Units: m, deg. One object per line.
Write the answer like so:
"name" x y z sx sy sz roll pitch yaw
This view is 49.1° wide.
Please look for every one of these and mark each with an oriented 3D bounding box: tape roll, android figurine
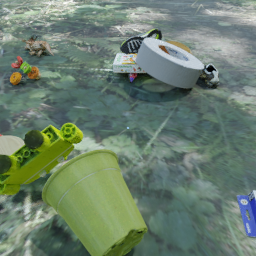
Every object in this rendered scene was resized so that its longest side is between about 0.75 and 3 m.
"tape roll" 1.539 -2.438 10.391 2.440 0.806 2.440 19 30 -12
"android figurine" -1.826 0.635 5.794 2.028 2.228 0.458 -38 79 -8

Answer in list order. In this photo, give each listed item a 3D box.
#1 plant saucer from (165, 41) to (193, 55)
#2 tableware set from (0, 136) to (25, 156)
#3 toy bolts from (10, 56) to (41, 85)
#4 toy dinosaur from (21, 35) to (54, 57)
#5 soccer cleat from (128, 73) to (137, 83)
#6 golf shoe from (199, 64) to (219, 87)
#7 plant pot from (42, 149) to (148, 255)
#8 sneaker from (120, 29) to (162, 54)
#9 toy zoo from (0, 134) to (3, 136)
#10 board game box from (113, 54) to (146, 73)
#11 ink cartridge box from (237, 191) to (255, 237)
"plant saucer" 2.112 -3.414 12.466 1.824 0.323 1.824 8 44 -8
"tableware set" -3.455 1.134 6.486 1.792 0.543 2.712 15 39 19
"toy bolts" -4.058 -2.142 11.017 1.080 0.785 1.131 -46 55 7
"toy dinosaur" -4.193 -3.872 13.149 1.711 0.734 1.160 11 31 5
"soccer cleat" 0.193 -2.058 10.986 0.333 0.310 0.910 -1 32 6
"golf shoe" 3.112 -2.205 10.838 0.607 0.738 1.562 -10 36 -11
"plant pot" -0.499 1.554 5.252 1.690 1.690 1.605 -21 55 -26
"sneaker" 0.539 -4.056 13.417 2.307 0.852 0.934 -27 21 -27
"toy zoo" -4.019 0.360 7.868 1.181 0.121 0.774 20 41 24
"board game box" 0.113 -2.692 11.514 1.290 0.354 2.043 1 26 2
"ink cartridge box" 2.946 1.795 5.847 1.087 0.221 1.085 3 37 5
